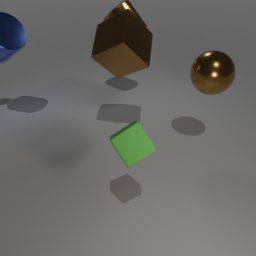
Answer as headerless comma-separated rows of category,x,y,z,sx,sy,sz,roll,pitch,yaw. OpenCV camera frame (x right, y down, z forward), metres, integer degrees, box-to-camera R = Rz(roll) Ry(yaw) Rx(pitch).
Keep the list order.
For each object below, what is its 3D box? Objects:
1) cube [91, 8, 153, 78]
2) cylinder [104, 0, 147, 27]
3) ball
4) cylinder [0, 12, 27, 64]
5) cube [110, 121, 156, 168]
cube,-0.170,-2.734,9.284,1.400,1.400,1.400,-12,60,38
cylinder,-0.111,-4.569,12.284,1.400,1.400,1.400,-37,10,8
ball,2.700,-1.758,8.965,1.400,1.400,1.400,0,31,0
cylinder,-4.605,-3.193,10.059,1.400,1.400,1.400,-13,16,44
cube,0.083,0.323,6.048,0.700,0.700,0.700,-33,6,-2
